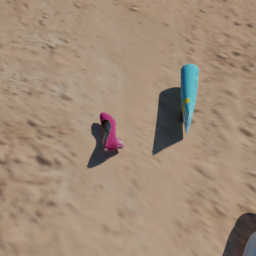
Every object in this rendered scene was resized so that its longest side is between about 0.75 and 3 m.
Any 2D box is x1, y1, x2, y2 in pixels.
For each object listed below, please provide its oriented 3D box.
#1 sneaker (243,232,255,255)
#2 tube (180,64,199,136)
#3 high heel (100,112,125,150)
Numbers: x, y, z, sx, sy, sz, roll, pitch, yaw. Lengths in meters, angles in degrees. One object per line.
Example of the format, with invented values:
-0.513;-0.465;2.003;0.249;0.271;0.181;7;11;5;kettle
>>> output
2.722;2.005;4.935;0.844;0.993;2.243;21;69;2;sneaker
1.592;-0.824;7.303;0.504;0.774;1.998;0;53;14;tube
-0.559;0.052;6.860;0.577;0.405;1.203;4;50;-44;high heel
